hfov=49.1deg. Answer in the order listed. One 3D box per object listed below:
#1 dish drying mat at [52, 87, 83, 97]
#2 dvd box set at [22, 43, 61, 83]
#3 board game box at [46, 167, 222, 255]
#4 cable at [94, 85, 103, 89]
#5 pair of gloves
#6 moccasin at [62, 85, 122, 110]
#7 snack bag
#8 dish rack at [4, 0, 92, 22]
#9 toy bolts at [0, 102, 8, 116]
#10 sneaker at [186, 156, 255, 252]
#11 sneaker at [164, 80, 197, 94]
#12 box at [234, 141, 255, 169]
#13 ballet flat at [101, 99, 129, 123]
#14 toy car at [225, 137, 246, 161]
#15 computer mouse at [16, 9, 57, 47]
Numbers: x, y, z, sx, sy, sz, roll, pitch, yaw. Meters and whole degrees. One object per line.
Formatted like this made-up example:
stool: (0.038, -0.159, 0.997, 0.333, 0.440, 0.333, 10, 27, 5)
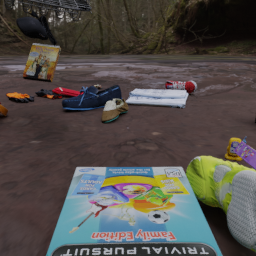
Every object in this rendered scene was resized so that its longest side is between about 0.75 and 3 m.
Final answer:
dish drying mat: (-2.560, -1.640, 13.088, 1.875, 0.171, 0.720, 13, 19, 17)
dvd box set: (-2.560, -1.957, 8.361, 0.869, 1.188, 0.175, 8, -20, 4)
board game box: (0.050, 1.270, 3.693, 1.814, 0.564, 2.403, 0, 18, -1)
cable: (-1.543, -2.281, 15.268, 0.481, 0.249, 0.991, 3, 18, 7)
pair of gloves: (-4.316, -1.534, 12.918, 2.228, 0.275, 1.985, -12, 21, -36)
moccasin: (-1.426, -1.263, 11.061, 2.564, 0.874, 1.032, -14, 23, -37)
snack bag: (1.290, -1.381, 12.391, 2.604, 0.296, 2.762, 5, 19, 14)
dish rack: (-1.985, -3.068, 6.512, 2.032, 0.723, 2.649, -1, 38, -25)
toy bolts: (-4.797, -0.486, 8.964, 1.786, 1.238, 1.706, 15, -21, 50)
sneaker: (1.800, 0.959, 3.855, 1.211, 0.873, 2.306, 11, 11, -18)
sneaker: (2.521, -2.029, 13.837, 1.009, 0.639, 1.793, -4, 11, -26)
box: (2.528, 0.806, 4.790, 0.955, 0.273, 1.395, 34, 11, -16)
ballet flat: (-0.465, -0.682, 9.652, 0.576, 0.614, 1.698, -3, 15, 28)
toy car: (2.846, 0.626, 5.531, 2.021, 0.672, 0.991, 13, 22, 33)
computer mouse: (-2.322, -2.688, 7.098, 0.331, 1.008, 1.436, -30, -6, 18)
